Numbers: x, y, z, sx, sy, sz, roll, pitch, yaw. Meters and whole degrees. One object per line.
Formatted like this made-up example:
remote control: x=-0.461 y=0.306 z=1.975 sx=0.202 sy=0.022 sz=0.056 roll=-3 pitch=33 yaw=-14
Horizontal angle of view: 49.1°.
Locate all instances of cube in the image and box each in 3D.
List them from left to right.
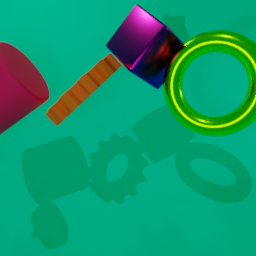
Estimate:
cube: x=0.400 y=-1.621 z=5.697 sx=1.039 sy=1.039 sz=1.039 roll=-49 pitch=52 yaw=16

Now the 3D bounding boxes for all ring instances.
ring: x=1.584 y=-0.792 z=5.168 sx=1.943 sy=0.389 sz=1.943 roll=6 pitch=104 yaw=24

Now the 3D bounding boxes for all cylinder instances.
cylinder: x=-2.446 y=-0.711 z=5.358 sx=1.324 sy=1.324 sz=1.324 roll=-34 pitch=75 yaw=10

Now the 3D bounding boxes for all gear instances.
gear: x=-0.840 y=-0.734 z=5.371 sx=1.677 sy=1.677 sz=0.310 roll=-45 pitch=100 yaw=-13
